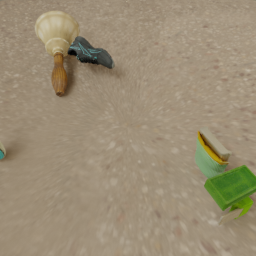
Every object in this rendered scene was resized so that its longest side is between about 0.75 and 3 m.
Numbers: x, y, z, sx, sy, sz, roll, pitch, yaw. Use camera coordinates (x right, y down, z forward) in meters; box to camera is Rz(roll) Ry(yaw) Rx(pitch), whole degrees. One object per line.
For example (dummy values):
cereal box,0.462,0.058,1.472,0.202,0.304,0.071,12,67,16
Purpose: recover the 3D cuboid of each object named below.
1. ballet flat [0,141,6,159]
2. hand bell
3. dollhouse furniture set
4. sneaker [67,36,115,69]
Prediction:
ballet flat,-3.127,0.123,6.082,0.493,1.419,0.493,-8,42,8
hand bell,-2.197,-2.160,8.784,1.493,1.493,2.868,-6,57,-6
dollhouse furniture set,1.594,0.921,5.509,0.840,1.096,1.673,-20,50,-16
sneaker,-1.149,-2.204,8.712,1.693,0.638,0.671,33,71,22
